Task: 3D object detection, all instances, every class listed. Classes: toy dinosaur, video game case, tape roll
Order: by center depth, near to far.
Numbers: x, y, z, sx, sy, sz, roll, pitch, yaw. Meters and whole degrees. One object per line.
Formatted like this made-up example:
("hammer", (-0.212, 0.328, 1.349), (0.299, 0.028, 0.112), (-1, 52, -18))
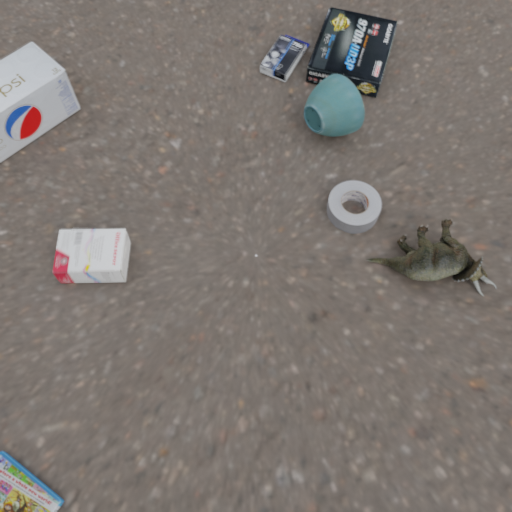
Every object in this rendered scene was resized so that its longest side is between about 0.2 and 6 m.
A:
("video game case", (-3.917, 4.014, 8.224), (1.284, 0.160, 1.794), (31, 67, 16))
("toy dinosaur", (3.126, 0.036, 9.934), (2.205, 0.849, 1.128), (-1, 55, -4))
("tape roll", (1.868, -0.938, 10.718), (1.013, 0.335, 1.013), (0, 63, 0))

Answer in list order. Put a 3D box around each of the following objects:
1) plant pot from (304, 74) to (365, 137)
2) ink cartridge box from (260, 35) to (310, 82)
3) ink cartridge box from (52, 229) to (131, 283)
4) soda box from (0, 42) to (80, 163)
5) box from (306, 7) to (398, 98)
("plant pot", (1.439, -2.892, 11.196), (0.826, 1.226, 1.226), (-31, 66, -21))
("ink cartridge box", (0.661, -4.540, 12.615), (0.658, 0.259, 1.323), (24, 66, 11))
("ink cartridge box", (-2.949, 0.004, 10.116), (1.218, 0.522, 0.899), (0, 61, -1))
("soda box", (-5.427, -2.659, 11.162), (3.608, 1.149, 1.229), (-41, 70, -19))
("box", (2.150, -4.577, 12.543), (1.627, 0.471, 2.047), (16, 64, 8))
